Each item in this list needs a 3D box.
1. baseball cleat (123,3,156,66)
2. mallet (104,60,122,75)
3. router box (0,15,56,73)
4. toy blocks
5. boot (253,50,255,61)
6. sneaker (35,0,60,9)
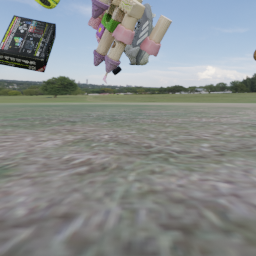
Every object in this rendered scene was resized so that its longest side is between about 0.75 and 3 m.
[{"bbox_3d":[0.384,-3.701,11.179,1.278,2.401,0.837,-4,18,-16],"label":"baseball cleat"},{"bbox_3d":[-0.676,-2.233,10.028,1.039,0.342,0.214,37,-12,27],"label":"mallet"},{"bbox_3d":[-2.974,-2.531,8.379,1.305,1.742,0.541,10,-35,-8],"label":"router box"},{"bbox_3d":[-0.708,-2.977,8.434,2.782,2.342,2.600,11,32,-35],"label":"toy blocks"},{"bbox_3d":[3.441,-2.191,6.585,0.521,1.380,0.508,13,40,-38],"label":"boot"},{"bbox_3d":[-1.857,-3.335,5.541,0.789,2.130,0.890,-31,-3,18],"label":"sneaker"}]
